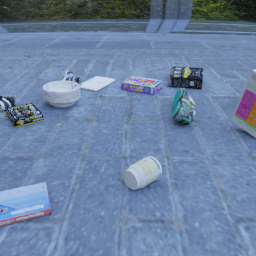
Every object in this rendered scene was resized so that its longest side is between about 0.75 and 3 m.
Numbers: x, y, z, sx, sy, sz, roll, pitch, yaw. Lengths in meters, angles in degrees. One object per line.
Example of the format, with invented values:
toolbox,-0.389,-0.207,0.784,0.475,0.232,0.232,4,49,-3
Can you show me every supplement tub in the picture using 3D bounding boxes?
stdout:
supplement tub,0.417,1.274,7.921,0.956,0.693,0.693,-23,35,-36

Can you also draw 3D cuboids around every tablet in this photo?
tablet,-1.831,-2.559,15.998,1.420,0.149,2.182,13,31,24

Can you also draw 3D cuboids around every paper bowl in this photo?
paper bowl,-3.115,-1.578,13.251,1.726,0.898,1.726,0,27,0

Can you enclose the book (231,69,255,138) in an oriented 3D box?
book,4.710,-0.824,10.089,0.517,2.153,1.438,-21,48,-33

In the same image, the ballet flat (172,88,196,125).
ballet flat,2.451,-0.898,12.145,1.049,1.049,2.826,5,30,11

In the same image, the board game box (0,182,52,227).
board game box,-3.124,1.994,7.037,2.234,0.217,1.150,-9,27,-18

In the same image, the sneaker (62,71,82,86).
sneaker,-3.046,-2.741,15.625,0.997,0.644,1.837,-11,33,9

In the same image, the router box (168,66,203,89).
router box,3.394,-2.960,16.255,1.846,0.613,2.347,7,28,13

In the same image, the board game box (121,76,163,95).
board game box,0.760,-2.337,15.250,1.920,0.430,1.291,13,30,23

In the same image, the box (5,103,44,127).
box,-4.425,-0.585,11.917,1.195,0.369,1.497,-16,31,-31

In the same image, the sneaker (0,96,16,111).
sneaker,-5.842,-1.283,13.139,1.597,0.583,0.893,32,37,33
